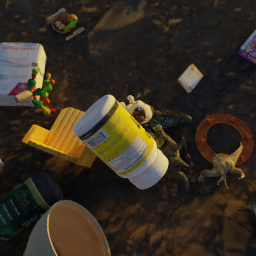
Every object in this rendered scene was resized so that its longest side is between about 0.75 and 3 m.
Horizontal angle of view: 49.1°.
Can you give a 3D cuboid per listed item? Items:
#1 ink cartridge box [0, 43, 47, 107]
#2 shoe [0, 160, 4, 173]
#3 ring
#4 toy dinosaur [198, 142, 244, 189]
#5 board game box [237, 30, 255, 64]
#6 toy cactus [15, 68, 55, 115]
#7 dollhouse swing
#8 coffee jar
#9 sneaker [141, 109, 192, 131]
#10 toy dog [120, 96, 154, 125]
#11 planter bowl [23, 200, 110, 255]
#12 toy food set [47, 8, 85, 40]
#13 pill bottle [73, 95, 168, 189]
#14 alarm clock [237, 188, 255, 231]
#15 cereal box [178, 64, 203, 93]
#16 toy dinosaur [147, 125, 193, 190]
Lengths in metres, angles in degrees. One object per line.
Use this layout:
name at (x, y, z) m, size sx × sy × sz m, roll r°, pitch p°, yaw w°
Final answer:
ink cartridge box at (-4.297, -2.107, 11.057) m, size 1.706 × 0.980 × 2.349 m, roll 2°, pitch 67°, yaw 1°
shoe at (-5.008, 2.187, 9.395) m, size 2.382 × 0.851 × 1.084 m, roll -40°, pitch 74°, yaw -9°
ring at (3.605, 0.408, 10.446) m, size 2.131 × 0.204 × 2.131 m, roll 0°, pitch 67°, yaw -1°
toy dinosaur at (3.562, 1.332, 9.822) m, size 2.255 × 0.656 × 1.140 m, roll -33°, pitch 70°, yaw -13°
board game box at (5.650, -3.531, 11.984) m, size 1.118 × 0.372 × 1.663 m, roll 37°, pitch 72°, yaw 14°
toy cactus at (-3.321, -1.204, 10.158) m, size 0.910 × 1.780 × 1.469 m, roll 20°, pitch 36°, yaw 37°
dollhouse swing at (-2.042, 0.120, 9.808) m, size 2.131 × 1.937 × 1.873 m, roll 21°, pitch 81°, yaw 9°
coffee jar at (-3.423, 2.563, 8.882) m, size 2.748 × 1.433 × 1.173 m, roll -35°, pitch 72°, yaw -12°
sneaker at (1.399, -0.283, 10.552) m, size 1.989 × 0.750 × 0.788 m, roll 5°, pitch 104°, yaw -10°
toy dog at (0.184, -0.375, 9.780) m, size 1.071 × 1.535 × 1.488 m, roll -25°, pitch 86°, yaw -36°
planter bowl at (-1.944, 3.602, 8.129) m, size 1.661 × 2.468 × 2.468 m, roll -38°, pitch 70°, yaw 14°
toy food set at (-2.843, -4.749, 12.509) m, size 1.152 × 0.335 × 1.669 m, roll -39°, pitch 73°, yaw -15°
pill bottle at (-0.163, 0.520, 9.000) m, size 2.953 × 1.687 × 1.687 m, roll 46°, pitch 71°, yaw -19°
alarm clock at (5.251, 2.566, 9.188) m, size 2.921 × 0.972 × 1.970 m, roll -30°, pitch 70°, yaw -15°
cereal box at (2.515, -2.009, 11.283) m, size 0.709 × 0.195 × 0.986 m, roll 46°, pitch 70°, yaw -14°
toy dinosaur at (1.555, 1.054, 9.937) m, size 1.243 × 0.936 × 2.431 m, roll -16°, pitch 73°, yaw 6°
